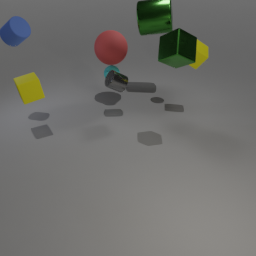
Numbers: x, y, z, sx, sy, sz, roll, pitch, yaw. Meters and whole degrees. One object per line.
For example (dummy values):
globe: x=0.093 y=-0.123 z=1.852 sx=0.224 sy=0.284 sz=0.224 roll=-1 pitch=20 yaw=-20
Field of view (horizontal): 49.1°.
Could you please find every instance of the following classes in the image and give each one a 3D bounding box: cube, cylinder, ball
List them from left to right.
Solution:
cylinder: x=-3.534 y=-3.017 z=8.780 sx=0.700 sy=0.700 sz=0.700 roll=-17 pitch=15 yaw=39
cube: x=-3.235 y=-1.306 z=9.171 sx=0.700 sy=0.700 sz=0.700 roll=-23 pitch=38 yaw=-19
ball: x=-0.711 y=-3.344 z=11.692 sx=1.400 sy=1.400 sz=1.400 roll=0 pitch=30 yaw=0
ball: x=-0.702 y=-2.375 z=12.197 sx=0.700 sy=0.700 sz=0.700 roll=0 pitch=30 yaw=0
cylinder: x=-0.459 y=-1.851 z=11.107 sx=0.700 sy=0.700 sz=0.700 roll=17 pitch=19 yaw=-31
cylinder: x=1.164 y=-4.729 z=11.920 sx=1.400 sy=1.400 sz=1.400 roll=-2 pitch=29 yaw=12
cube: x=1.279 y=-2.036 z=7.247 sx=0.700 sy=0.700 sz=0.700 roll=11 pitch=-10 yaw=-36
cube: x=2.520 y=-2.793 z=10.518 sx=0.700 sy=0.700 sz=0.700 roll=28 pitch=49 yaw=-16
